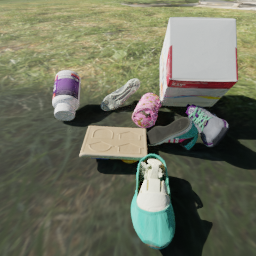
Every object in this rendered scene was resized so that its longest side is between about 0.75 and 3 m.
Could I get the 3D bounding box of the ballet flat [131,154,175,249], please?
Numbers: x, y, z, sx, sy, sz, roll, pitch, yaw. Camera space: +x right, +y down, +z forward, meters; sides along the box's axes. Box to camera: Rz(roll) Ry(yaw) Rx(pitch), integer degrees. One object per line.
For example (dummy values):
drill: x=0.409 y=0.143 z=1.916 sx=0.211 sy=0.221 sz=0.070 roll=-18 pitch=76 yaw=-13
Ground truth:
ballet flat: x=0.469 y=1.232 z=5.625 sx=0.815 sy=0.852 sz=2.421 roll=-1 pitch=22 yaw=2

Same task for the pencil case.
pencil case: x=0.637 y=-0.585 z=8.946 sx=0.723 sy=0.755 sz=1.746 roll=40 pitch=25 yaw=-5

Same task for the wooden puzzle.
wooden puzzle: x=-0.340 y=0.465 z=7.610 sx=1.690 sy=0.422 sz=1.824 roll=3 pitch=24 yaw=0

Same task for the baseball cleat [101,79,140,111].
baseball cleat: x=-0.235 y=-1.141 z=10.057 sx=1.647 sy=0.574 sz=0.876 roll=-34 pitch=2 yaw=0

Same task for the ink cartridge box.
ink cartridge box: x=2.105 y=-1.952 z=9.066 sx=1.955 sy=1.964 sz=2.703 roll=1 pitch=-11 yaw=2

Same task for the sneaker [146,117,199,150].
sneaker: x=1.307 y=0.269 z=7.804 sx=1.572 sy=0.949 sz=0.657 roll=-21 pitch=47 yaw=40

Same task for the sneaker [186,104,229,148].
sneaker: x=2.041 y=-0.151 z=7.782 sx=0.962 sy=0.818 sz=2.198 roll=34 pitch=12 yaw=-4

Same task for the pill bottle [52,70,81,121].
pill bottle: x=-2.048 y=-1.065 z=9.344 sx=0.872 sy=0.872 sz=1.565 roll=-1 pitch=61 yaw=-2
